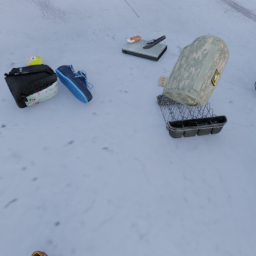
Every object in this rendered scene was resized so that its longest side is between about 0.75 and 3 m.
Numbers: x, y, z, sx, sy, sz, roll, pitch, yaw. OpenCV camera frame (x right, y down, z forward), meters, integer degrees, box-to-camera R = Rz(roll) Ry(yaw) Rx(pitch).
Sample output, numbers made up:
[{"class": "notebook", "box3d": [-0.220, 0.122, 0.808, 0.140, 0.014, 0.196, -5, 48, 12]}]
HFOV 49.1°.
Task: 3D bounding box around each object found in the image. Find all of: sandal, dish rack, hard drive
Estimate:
[{"class": "sandal", "box3d": [1.206, -3.990, 12.985, 1.172, 0.251, 0.446, -25, -2, 20]}, {"class": "dish rack", "box3d": [2.417, -0.797, 11.482, 2.262, 0.804, 2.949, -5, 44, -7]}, {"class": "hard drive", "box3d": [0.936, -4.369, 15.498, 2.126, 0.350, 1.484, 19, 47, 19]}]

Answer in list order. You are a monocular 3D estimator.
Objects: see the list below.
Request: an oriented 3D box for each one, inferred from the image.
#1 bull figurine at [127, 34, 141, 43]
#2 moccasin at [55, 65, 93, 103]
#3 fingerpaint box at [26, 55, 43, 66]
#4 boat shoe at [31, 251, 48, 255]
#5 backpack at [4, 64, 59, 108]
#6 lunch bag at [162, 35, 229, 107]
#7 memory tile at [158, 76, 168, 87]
[{"class": "bull figurine", "box3d": [0.304, -4.991, 15.682, 0.884, 0.288, 0.537, -15, 45, -14]}, {"class": "moccasin", "box3d": [-2.322, -2.220, 12.628, 1.008, 1.190, 2.957, -32, 53, -17]}, {"class": "fingerpaint box", "box3d": [-4.786, -3.319, 14.416, 0.765, 0.336, 0.917, -15, 45, -16]}, {"class": "boat shoe", "box3d": [-1.927, 3.879, 6.687, 0.726, 0.681, 2.018, -22, 48, -22]}, {"class": "backpack", "box3d": [-4.038, -1.856, 12.133, 2.051, 1.298, 1.711, -27, 75, -21]}, {"class": "lunch bag", "box3d": [1.900, -1.495, 7.717, 1.182, 1.649, 2.010, 25, 2, -5]}, {"class": "memory tile", "box3d": [1.796, -2.231, 13.483, 0.638, 0.070, 0.833, 11, 46, 11]}]
